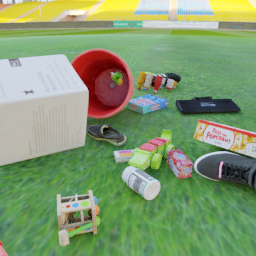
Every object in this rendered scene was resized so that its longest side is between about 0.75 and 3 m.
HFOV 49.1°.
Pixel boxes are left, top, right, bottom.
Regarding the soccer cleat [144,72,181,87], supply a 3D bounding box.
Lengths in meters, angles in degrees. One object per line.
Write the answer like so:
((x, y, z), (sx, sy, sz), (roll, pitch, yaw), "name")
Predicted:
((1.999, -2.928, 17.253), (2.504, 0.846, 1.015), (4, 44, 7), "soccer cleat")

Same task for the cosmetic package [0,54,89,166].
((-3.145, -0.691, 9.222), (2.943, 2.428, 2.426), (-13, 46, -27), "cosmetic package")

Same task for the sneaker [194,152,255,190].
((3.005, 1.159, 7.377), (2.379, 0.841, 1.180), (7, 4, 7), "sneaker")

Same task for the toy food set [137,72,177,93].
((1.713, -2.480, 16.276), (2.283, 1.027, 1.090), (14, 7, -12), "toy food set")

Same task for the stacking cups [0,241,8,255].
((-3.203, 2.124, 5.694), (0.734, 0.734, 2.427), (-21, 32, -39), "stacking cups")

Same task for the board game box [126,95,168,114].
((0.905, -1.178, 13.597), (1.666, 0.375, 1.267), (-20, 31, -38), "board game box")

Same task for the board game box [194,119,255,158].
((3.814, 0.472, 8.583), (2.895, 0.670, 2.193), (18, 7, 36), "board game box")

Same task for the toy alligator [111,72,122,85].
((-0.381, -1.890, 10.200), (0.375, 0.343, 1.266), (38, -3, 8), "toy alligator")

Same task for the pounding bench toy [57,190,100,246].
((-1.035, 1.981, 6.009), (0.883, 0.703, 1.132), (-5, 24, -13), "pounding bench toy")

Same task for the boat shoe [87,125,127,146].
((-0.823, 0.133, 10.191), (1.727, 0.567, 0.617), (19, 56, 32), "boat shoe")

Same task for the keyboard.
((3.751, -1.088, 13.472), (2.837, 0.364, 1.704), (-1, 30, -5), "keyboard")

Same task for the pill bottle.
((0.325, 1.429, 7.434), (0.567, 0.567, 1.003), (-17, 29, -34), "pill bottle")

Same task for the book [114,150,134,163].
((0.006, 0.888, 9.144), (0.866, 0.208, 0.579), (-4, 22, -10), "book")

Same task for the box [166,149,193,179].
((1.531, 1.054, 8.405), (0.449, 0.469, 0.941), (-6, 24, -14), "box")

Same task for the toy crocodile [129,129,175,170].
((0.811, 0.684, 8.734), (0.832, 0.761, 2.464), (15, 21, 30), "toy crocodile")

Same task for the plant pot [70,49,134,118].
((-0.951, -1.861, 12.223), (2.829, 2.829, 2.503), (5, 7, 12), "plant pot")
